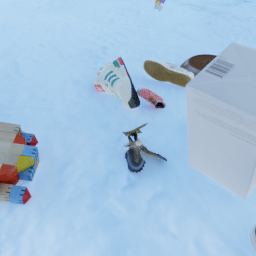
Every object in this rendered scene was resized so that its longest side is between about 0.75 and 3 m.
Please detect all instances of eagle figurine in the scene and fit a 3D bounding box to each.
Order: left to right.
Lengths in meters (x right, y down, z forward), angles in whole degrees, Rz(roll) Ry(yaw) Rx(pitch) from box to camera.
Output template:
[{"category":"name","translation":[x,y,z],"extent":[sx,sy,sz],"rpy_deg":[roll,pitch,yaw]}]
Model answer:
[{"category":"eagle figurine","translation":[0.311,0.548,7.072],"extent":[0.893,0.888,1.176],"rpy_deg":[-34,71,19]}]

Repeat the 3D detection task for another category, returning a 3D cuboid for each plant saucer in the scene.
[{"category":"plant saucer","translation":[3.193,-2.399,11.023],"extent":[2.299,0.420,2.299],"rpy_deg":[0,37,0]}]

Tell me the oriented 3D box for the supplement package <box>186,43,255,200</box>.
[{"category":"supplement package","translation":[2.327,-0.061,5.884],"extent":[1.595,2.664,1.615],"rpy_deg":[32,63,34]}]

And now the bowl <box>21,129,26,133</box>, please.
[{"category":"bowl","translation":[-3.139,0.415,7.362],"extent":[0.967,0.361,0.968],"rpy_deg":[29,47,26]}]

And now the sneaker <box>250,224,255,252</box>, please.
[{"category":"sneaker","translation":[3.244,2.082,4.366],"extent":[0.935,1.410,2.478],"rpy_deg":[-30,46,-33]}]

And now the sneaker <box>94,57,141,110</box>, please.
[{"category":"sneaker","translation":[-0.451,-1.359,9.457],"extent":[1.262,0.951,2.700],"rpy_deg":[-23,43,5]}]

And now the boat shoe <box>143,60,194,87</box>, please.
[{"category":"boat shoe","translation":[1.522,-2.097,10.449],"extent":[1.946,0.689,0.674],"rpy_deg":[26,43,17]}]

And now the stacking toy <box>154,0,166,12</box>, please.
[{"category":"stacking toy","translation":[1.428,-5.007,10.371],"extent":[0.303,1.291,0.974],"rpy_deg":[31,36,-15]}]

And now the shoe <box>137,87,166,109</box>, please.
[{"category":"shoe","translation":[0.763,-0.935,8.868],"extent":[1.036,0.370,0.471],"rpy_deg":[21,29,-34]}]

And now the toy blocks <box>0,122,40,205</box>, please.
[{"category":"toy blocks","translation":[-2.783,0.733,6.392],"extent":[1.579,1.155,2.311],"rpy_deg":[9,48,-3]}]
